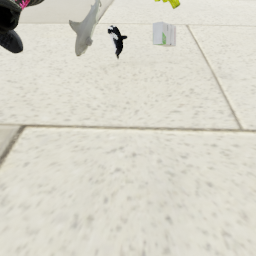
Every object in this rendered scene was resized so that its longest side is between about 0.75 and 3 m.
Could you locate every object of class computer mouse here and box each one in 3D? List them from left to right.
[{"bbox_3d":[-3.391,-2.573,6.175,0.439,2.577,0.755,-43,42,12],"label":"computer mouse"}]

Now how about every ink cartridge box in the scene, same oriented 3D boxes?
[{"bbox_3d":[1.206,-3.048,9.190,0.398,0.689,0.943,5,10,35],"label":"ink cartridge box"}]

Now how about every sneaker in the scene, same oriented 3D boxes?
[{"bbox_3d":[-2.582,-2.621,6.014,0.938,1.113,2.544,-30,7,36],"label":"sneaker"}]

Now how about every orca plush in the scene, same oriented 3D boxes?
[{"bbox_3d":[-0.283,-2.897,9.050,0.528,0.781,1.485,-22,39,12],"label":"orca plush"}]

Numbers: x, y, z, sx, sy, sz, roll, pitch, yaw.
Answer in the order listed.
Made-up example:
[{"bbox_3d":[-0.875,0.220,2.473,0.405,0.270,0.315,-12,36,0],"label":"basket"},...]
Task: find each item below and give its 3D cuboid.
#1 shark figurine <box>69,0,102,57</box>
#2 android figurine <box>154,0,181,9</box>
[{"bbox_3d":[-1.134,-2.767,7.231,0.737,1.765,1.055,17,7,-21],"label":"shark figurine"},{"bbox_3d":[0.823,-3.312,6.030,1.221,1.342,0.276,-54,31,-17],"label":"android figurine"}]
